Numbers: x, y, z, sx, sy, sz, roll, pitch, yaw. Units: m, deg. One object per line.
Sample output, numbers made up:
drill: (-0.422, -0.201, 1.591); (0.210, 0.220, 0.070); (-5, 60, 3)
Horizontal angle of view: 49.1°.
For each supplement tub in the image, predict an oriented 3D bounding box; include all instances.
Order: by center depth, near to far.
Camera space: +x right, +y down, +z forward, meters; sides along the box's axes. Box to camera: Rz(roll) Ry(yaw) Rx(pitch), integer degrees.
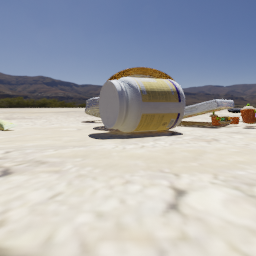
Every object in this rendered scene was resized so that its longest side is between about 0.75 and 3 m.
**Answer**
supplement tub: (0.338, -0.574, 6.962); (1.836, 1.335, 1.335); (-2, 5, -29)

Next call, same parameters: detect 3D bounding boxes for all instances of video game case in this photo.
video game case: (2.306, -0.573, 10.077); (2.483, 0.312, 2.728); (-13, -2, 31)

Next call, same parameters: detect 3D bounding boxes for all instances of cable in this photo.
cable: (-0.839, -0.814, 11.371); (1.790, 0.620, 1.789); (10, -12, -39)

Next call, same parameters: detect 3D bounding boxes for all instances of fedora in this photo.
fedora: (0.413, -0.827, 8.875); (2.451, 1.000, 2.451); (0, -36, 0)

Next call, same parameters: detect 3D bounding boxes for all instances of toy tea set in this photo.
toy tea set: (3.269, -0.406, 8.665); (1.512, 0.560, 0.899); (-1, -4, 23)

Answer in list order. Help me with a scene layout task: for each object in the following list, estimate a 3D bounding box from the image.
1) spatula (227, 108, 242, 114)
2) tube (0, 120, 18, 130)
spatula: (4.910, -0.613, 11.630); (2.733, 0.281, 0.772); (6, 17, -40)
tube: (-3.331, -0.075, 7.592); (0.981, 0.285, 0.255); (10, -22, 46)
